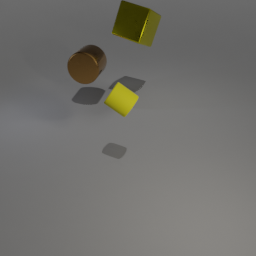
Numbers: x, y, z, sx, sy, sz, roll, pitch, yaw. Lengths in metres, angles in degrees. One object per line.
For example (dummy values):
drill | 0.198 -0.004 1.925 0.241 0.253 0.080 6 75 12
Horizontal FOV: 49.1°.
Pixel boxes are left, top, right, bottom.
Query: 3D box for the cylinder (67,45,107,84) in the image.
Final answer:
cylinder | -1.778 -2.826 12.378 1.400 1.400 1.400 6 30 9

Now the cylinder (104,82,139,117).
cylinder | -0.185 -0.773 7.677 0.700 0.700 0.700 35 35 -6

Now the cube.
cube | 0.379 -4.435 12.020 1.400 1.400 1.400 26 19 19
